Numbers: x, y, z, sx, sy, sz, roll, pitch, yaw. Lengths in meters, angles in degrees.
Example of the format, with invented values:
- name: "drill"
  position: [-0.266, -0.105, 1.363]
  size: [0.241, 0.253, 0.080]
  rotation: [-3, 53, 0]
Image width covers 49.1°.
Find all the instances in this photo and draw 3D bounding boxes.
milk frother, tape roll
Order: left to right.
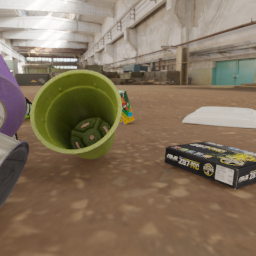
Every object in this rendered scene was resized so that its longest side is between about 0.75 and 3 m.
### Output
- name: "milk frother"
  position: [-2.286, 0.672, 3.079]
  size: [1.621, 1.723, 1.555]
  rotation: [25, 28, -1]
- name: "tape roll"
  position: [-3.297, -0.431, 5.144]
  size: [2.525, 2.525, 1.073]
  rotation: [-11, 54, -44]

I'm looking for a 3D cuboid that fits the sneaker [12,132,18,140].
- name: "sneaker"
  position: [-3.724, 0.043, 7.930]
  size: [0.730, 0.680, 1.841]
  rotation: [-13, 17, -34]

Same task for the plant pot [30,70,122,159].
- name: "plant pot"
  position: [-0.872, -0.039, 5.704]
  size: [1.662, 1.662, 1.579]
  rotation: [1, -23, 5]

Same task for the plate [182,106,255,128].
- name: "plate"
  position: [3.910, -0.516, 11.328]
  size: [2.858, 0.463, 2.864]
  rotation: [4, 12, 24]

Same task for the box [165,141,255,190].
- name: "box"
  position: [1.742, 0.643, 5.423]
  size: [1.321, 0.402, 1.639]
  rotation: [-2, 11, -36]

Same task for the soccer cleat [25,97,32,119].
- name: "soccer cleat"
  position: [-4.321, -0.895, 11.646]
  size: [0.889, 1.067, 2.632]
  rotation: [1, 11, 3]

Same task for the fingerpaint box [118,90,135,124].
- name: "fingerpaint box"
  position: [-0.385, -0.856, 10.966]
  size: [0.521, 1.185, 1.421]
  rotation: [-23, 19, -17]
